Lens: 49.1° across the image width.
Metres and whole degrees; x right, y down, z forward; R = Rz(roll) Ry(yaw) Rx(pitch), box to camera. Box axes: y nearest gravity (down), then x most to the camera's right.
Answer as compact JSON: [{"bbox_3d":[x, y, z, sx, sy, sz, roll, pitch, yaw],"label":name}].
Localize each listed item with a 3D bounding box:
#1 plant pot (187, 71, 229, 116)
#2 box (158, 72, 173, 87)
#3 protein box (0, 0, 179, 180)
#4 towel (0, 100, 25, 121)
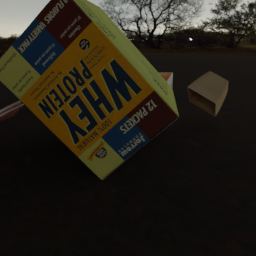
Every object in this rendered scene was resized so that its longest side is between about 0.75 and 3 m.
[{"bbox_3d":[2.677,-1.187,9.109,1.059,0.938,1.060,37,-6,26],"label":"plant pot"},{"bbox_3d":[0.414,-1.067,9.578,2.045,1.428,2.686,4,18,11],"label":"box"},{"bbox_3d":[-0.621,-1.034,6.267,1.983,2.918,2.939,-41,9,16],"label":"protein box"},{"bbox_3d":[-3.187,-0.164,6.595,1.585,0.250,2.201,-34,14,-22],"label":"towel"}]
